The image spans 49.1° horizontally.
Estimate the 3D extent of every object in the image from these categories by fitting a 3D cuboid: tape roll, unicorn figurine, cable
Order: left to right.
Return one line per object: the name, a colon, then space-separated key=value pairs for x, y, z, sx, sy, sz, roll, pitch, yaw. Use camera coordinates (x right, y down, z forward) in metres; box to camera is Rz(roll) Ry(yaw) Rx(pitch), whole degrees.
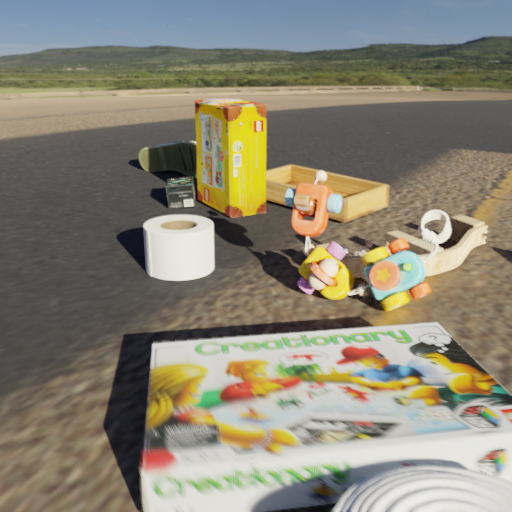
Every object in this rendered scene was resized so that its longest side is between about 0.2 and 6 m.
tape roll: x=-1.346 y=-0.163 z=9.827 sx=1.227 sy=0.843 sz=1.227 roll=0 pitch=20 yaw=0
unicorn figurine: x=1.941 y=0.007 z=9.853 sx=1.178 sy=0.809 sz=0.435 roll=24 pitch=63 yaw=4
cable: x=1.336 y=2.162 z=3.745 sx=1.885 sy=0.653 sz=1.885 roll=5 pitch=20 yaw=14

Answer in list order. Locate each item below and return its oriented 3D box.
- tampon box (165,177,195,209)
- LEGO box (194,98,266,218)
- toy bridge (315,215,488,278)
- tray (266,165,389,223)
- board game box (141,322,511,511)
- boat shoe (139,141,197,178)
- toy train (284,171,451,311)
tampon box: x=-1.888 y=-1.587 z=14.050 sx=0.683 sy=0.575 sz=0.911 roll=-5 pitch=20 yaw=-4
LEGO box: x=-0.633 y=-2.379 z=13.390 sx=0.981 sy=2.542 sz=1.893 roll=-11 pitch=24 yaw=-28
toy bridge: x=2.820 y=-0.064 z=10.041 sx=3.743 sy=0.509 sz=1.258 roll=-12 pitch=25 yaw=-27
tray: x=1.459 y=-1.605 z=13.866 sx=1.601 sy=0.601 sz=3.246 roll=-21 pitch=28 yaw=-37
board game box: x=0.656 y=1.486 z=5.623 sx=3.449 sy=0.597 sz=2.177 roll=-3 pitch=19 yaw=-8
boat shoe: x=-2.208 y=-3.129 z=17.474 sx=3.018 sy=1.128 sz=1.032 roll=11 pitch=29 yaw=29
toy train: x=1.444 y=-0.233 z=8.415 sx=2.610 sy=1.961 sz=0.726 roll=15 pitch=3 yaw=26
